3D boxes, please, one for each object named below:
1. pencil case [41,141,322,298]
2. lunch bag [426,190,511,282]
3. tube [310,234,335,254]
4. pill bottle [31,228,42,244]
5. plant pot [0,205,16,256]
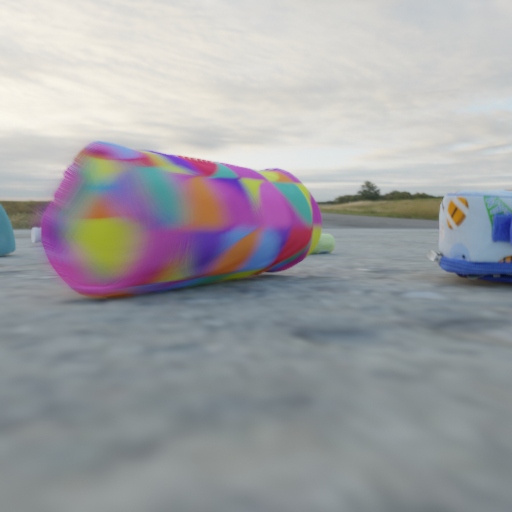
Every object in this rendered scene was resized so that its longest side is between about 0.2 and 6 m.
[{"bbox_3d":[-0.430,-0.279,4.413,1.079,1.079,2.441,2,4,31],"label":"pencil case"},{"bbox_3d":[2.467,-0.148,4.495,2.097,0.792,1.680,2,6,18],"label":"lunch bag"},{"bbox_3d":[0.707,-0.193,8.625,1.279,0.371,0.332,-3,4,-44],"label":"tube"},{"bbox_3d":[-4.376,-0.447,12.161,0.897,0.468,0.468,-2,4,-36],"label":"pill bottle"},{"bbox_3d":[-4.190,-0.520,8.120,1.295,0.872,1.295,5,11,-1],"label":"plant pot"}]
